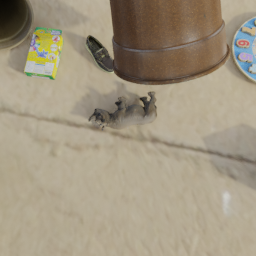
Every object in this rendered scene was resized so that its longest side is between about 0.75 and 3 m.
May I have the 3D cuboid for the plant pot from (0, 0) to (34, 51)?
[{"bbox_3d":[-3.967,-3.610,7.870,2.165,2.165,1.879,-25,61,-6],"label":"plant pot"}]

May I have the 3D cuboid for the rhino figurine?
[{"bbox_3d":[-0.130,-0.388,7.663,1.955,0.585,0.855,-11,76,-1],"label":"rhino figurine"}]

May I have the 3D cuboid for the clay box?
[{"bbox_3d":[-2.437,-2.209,8.241,0.856,0.355,1.490,9,76,2],"label":"clay box"}]

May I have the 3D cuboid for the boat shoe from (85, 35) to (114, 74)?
[{"bbox_3d":[-0.822,-2.153,8.189,0.485,0.429,1.325,-40,79,-9],"label":"boat shoe"}]

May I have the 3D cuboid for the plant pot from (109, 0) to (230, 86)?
[{"bbox_3d":[0.688,-2.593,5.532,2.609,2.583,2.609,-8,37,6],"label":"plant pot"}]

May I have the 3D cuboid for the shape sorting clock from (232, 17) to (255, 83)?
[{"bbox_3d":[4.303,-2.311,8.208,2.424,0.476,2.424,0,75,0],"label":"shape sorting clock"}]
